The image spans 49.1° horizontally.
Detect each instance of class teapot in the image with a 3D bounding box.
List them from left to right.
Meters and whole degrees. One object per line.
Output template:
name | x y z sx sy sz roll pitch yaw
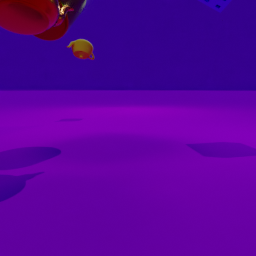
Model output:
teapot | -1.593 -2.035 4.384 1.128 0.888 1.813 -14 -18 40
teapot | -1.944 -3.222 11.590 0.892 0.703 1.435 -11 -23 41

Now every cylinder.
cylinder | -1.673 -2.750 6.164 1.200 1.200 1.200 3 47 17

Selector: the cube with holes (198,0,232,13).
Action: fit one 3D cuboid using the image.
cube with holes | 2.338 -3.840 7.114 1.013 1.013 1.013 27 -11 -5
